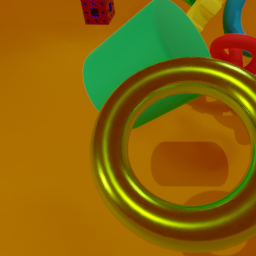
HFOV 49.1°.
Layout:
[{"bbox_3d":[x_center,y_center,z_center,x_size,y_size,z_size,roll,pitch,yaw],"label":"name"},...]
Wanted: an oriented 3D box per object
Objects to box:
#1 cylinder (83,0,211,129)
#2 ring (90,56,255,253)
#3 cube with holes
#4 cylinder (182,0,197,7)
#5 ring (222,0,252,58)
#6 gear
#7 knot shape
[{"bbox_3d":[0.288,-0.834,3.968,1.353,1.353,1.353,-27,26,38],"label":"cylinder"},{"bbox_3d":[0.504,0.131,2.405,1.723,0.345,1.723,-4,66,10],"label":"ring"},{"bbox_3d":[-1.052,-4.323,10.023,0.890,0.890,0.890,6,47,14],"label":"cube with holes"},{"bbox_3d":[1.782,-4.077,7.495,1.321,1.321,1.321,-11,42,-12],"label":"cylinder"},{"bbox_3d":[3.132,-2.596,6.377,1.994,1.994,0.399,-4,24,-4],"label":"ring"},{"bbox_3d":[1.642,-2.617,6.236,0.370,2.001,2.001,36,46,-7],"label":"gear"},{"bbox_3d":[2.161,-1.363,5.911,0.765,1.656,1.549,-28,36,-1],"label":"knot shape"}]
